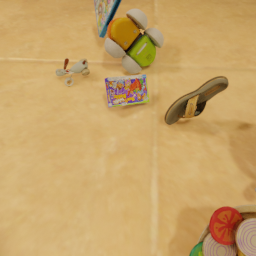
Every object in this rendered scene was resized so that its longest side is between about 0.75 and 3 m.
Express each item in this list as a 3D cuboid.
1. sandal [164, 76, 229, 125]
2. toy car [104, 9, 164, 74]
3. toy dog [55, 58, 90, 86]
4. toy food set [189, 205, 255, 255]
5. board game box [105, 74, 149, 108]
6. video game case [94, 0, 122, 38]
[{"bbox_3d":[2.029,-0.692,8.325,2.235,0.898,0.604,-33,61,23],"label":"sandal"},{"bbox_3d":[0.119,-3.348,10.882,1.915,2.188,1.641,-50,30,4],"label":"toy car"},{"bbox_3d":[-2.011,-2.245,10.447,1.310,0.631,0.864,-36,79,-19],"label":"toy dog"},{"bbox_3d":[2.262,2.494,5.052,2.275,0.553,2.252,-10,83,1],"label":"toy food set"},{"bbox_3d":[-0.014,-1.244,9.339,1.423,0.957,0.319,-10,5,-27],"label":"board game box"},{"bbox_3d":[-0.742,-5.370,11.116,0.262,2.945,2.108,1,68,-24],"label":"video game case"}]
